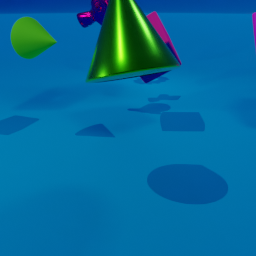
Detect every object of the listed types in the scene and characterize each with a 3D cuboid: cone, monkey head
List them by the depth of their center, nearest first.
[{"bbox_3d":[-0.042,-1.515,4.185,1.456,1.461,1.456,-9,7,1],"label":"cone"},{"bbox_3d":[-1.894,-1.936,6.179,0.930,0.927,0.927,17,29,30],"label":"cone"},{"bbox_3d":[-0.738,-3.245,7.660,1.213,1.687,1.016,-9,44,25],"label":"monkey head"}]

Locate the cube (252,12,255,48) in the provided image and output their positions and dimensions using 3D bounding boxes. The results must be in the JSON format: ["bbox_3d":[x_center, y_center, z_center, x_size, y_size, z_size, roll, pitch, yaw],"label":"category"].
[{"bbox_3d":[3.967,-2.246,7.181,1.282,1.282,1.282,-6,-8,26],"label":"cube"}]

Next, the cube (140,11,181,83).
[{"bbox_3d":[0.563,-2.007,7.127,1.073,1.073,1.073,-26,61,17],"label":"cube"}]
